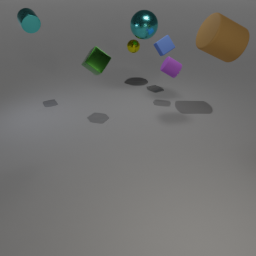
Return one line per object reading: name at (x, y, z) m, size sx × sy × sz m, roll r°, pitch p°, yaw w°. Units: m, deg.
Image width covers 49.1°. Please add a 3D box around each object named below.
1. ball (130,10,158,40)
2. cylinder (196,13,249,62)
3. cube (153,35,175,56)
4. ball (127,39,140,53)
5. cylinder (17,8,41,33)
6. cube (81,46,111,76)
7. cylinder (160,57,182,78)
ball at (0.806, -5.158, 14.008) m, size 1.400 × 1.400 × 1.400 m, roll 0°, pitch 29°, yaw 0°
cylinder at (3.535, -3.381, 10.556) m, size 1.400 × 1.400 × 1.400 m, roll 18°, pitch 22°, yaw -22°
cube at (1.765, -4.010, 13.664) m, size 0.700 × 0.700 × 0.700 m, roll -34°, pitch 12°, yaw 1°
ball at (0.289, -4.355, 14.930) m, size 0.700 × 0.700 × 0.700 m, roll 0°, pitch 29°, yaw 0°
cylinder at (-3.679, -3.984, 10.393) m, size 0.700 × 0.700 × 0.700 m, roll -15°, pitch 47°, yaw -26°
cube at (-1.144, -2.396, 10.065) m, size 0.700 × 0.700 × 0.700 m, roll 34°, pitch -8°, yaw -21°
cylinder at (1.900, -2.675, 12.347) m, size 0.700 × 0.700 × 0.700 m, roll 28°, pitch 25°, yaw -14°
